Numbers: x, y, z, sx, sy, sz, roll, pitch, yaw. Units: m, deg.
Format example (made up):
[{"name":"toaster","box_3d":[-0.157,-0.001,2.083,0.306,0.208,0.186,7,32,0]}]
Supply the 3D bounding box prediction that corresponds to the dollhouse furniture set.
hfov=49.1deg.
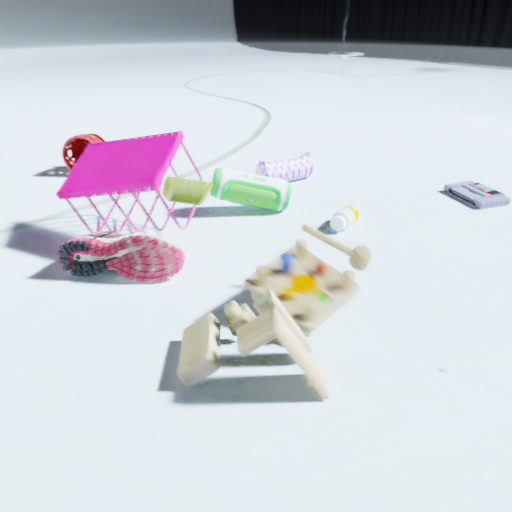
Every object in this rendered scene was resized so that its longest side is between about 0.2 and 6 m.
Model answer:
[{"name":"dollhouse furniture set","box_3d":[-0.070,1.463,7.851,1.561,1.272,1.484,-32,21,11]}]

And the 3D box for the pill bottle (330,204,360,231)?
[{"name":"pill bottle","box_3d":[1.927,-0.823,12.252,0.437,0.437,0.787,15,31,27]}]

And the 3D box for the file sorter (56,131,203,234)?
[{"name":"file sorter","box_3d":[-2.486,-1.386,11.537,2.312,1.450,1.606,-2,49,23]}]

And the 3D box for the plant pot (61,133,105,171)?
[{"name":"plant pot","box_3d":[-4.693,-2.884,15.642,1.113,1.113,1.014,4,22,8]}]

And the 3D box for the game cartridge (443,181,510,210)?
[{"name":"game cartridge","box_3d":[5.476,-1.543,13.928,0.920,0.272,1.419,-14,29,-17]}]

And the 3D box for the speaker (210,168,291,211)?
[{"name":"speaker","box_3d":[-0.129,-1.537,12.970,1.787,0.790,0.790,10,25,-10]}]

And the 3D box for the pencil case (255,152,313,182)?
[{"name":"pencil case","box_3d":[0.753,-2.325,14.961,1.635,0.699,0.686,-15,21,-29]}]

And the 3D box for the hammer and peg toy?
[{"name":"hammer and peg toy","box_3d":[0.909,0.341,9.154,1.441,0.691,1.959,35,48,26]}]

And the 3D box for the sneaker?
[{"name":"sneaker","box_3d":[-2.420,-0.107,10.307,2.302,0.928,0.860,6,20,8]}]

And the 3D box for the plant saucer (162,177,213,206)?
[{"name":"plant saucer","box_3d":[-1.329,-1.199,10.703,0.882,0.211,0.883,7,-16,-13]}]
